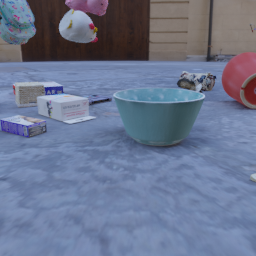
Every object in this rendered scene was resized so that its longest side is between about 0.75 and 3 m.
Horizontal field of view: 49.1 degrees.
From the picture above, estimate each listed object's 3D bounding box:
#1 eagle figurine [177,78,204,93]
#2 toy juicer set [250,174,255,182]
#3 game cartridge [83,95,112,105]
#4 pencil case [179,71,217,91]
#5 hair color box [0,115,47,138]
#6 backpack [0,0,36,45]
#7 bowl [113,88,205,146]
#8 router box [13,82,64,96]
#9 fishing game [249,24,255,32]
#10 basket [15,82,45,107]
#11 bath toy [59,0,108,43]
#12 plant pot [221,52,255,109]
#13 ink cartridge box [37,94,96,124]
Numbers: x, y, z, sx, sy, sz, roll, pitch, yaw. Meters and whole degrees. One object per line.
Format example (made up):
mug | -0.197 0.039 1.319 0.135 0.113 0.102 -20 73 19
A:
eagle figurine | 2.867 -1.774 13.150 1.216 0.918 0.923 12 28 3
toy juicer set | 3.635 0.572 4.320 1.787 0.765 2.810 -12 8 -30
game cartridge | -1.487 -1.232 12.179 0.888 0.263 1.371 19 25 38
pencil case | 3.896 -2.736 15.917 0.877 1.009 2.255 -9 18 -31
hair color box | -2.958 -0.066 7.925 1.186 0.384 0.648 11 19 29
backpack | -3.795 -3.571 9.368 1.083 1.438 1.277 -16 6 36
bowl | 0.767 -0.308 7.270 2.293 1.199 2.293 1 17 0
router box | -4.487 -1.898 13.903 2.100 0.513 1.884 -8 18 -26
fishing game | 3.740 -2.849 7.371 1.003 0.156 0.718 -14 -13 29
basket | -4.059 -1.395 11.575 1.096 0.889 1.106 -7 20 -27
bath toy | -0.880 -3.202 6.842 0.948 2.565 1.115 23 -17 -40
plant pot | 4.977 -1.795 11.221 2.104 2.104 1.862 1 27 4
ink cartridge box | -2.117 -0.710 9.604 1.954 0.663 1.125 15 22 42
